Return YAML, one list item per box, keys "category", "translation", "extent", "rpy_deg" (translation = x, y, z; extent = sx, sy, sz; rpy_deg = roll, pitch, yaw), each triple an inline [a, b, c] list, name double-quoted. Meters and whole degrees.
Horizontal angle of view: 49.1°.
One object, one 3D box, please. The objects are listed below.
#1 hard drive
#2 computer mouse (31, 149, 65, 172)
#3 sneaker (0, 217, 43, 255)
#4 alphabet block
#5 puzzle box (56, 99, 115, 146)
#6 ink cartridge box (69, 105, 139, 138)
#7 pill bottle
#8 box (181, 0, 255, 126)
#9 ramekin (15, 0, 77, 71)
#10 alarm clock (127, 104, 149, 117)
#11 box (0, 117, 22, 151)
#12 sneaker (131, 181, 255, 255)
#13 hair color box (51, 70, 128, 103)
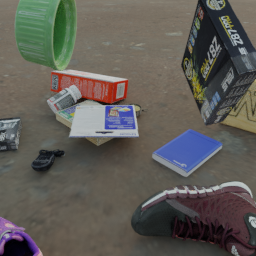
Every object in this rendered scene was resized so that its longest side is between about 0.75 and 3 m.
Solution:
- category: "hard drive"
  translation: [1.767, 0.663, 8.235]
  extent: [1.200, 0.231, 1.818]
  rpy_deg: [28, 41, 37]
- category: "computer mouse"
  translation: [-2.278, 0.941, 7.788]
  extent: [0.775, 0.295, 1.119]
  rpy_deg: [2, 20, 7]
- category: "sneaker"
  translation: [-2.194, 2.148, 5.067]
  extent: [2.365, 1.046, 0.951]
  rpy_deg: [24, 40, 36]
- category: "alphabet block"
  translation: [4.365, -0.999, 9.458]
  extent: [1.830, 1.797, 1.787]
  rpy_deg: [20, 35, 29]
- category: "puzzle box"
  translation: [-1.188, -0.280, 9.698]
  extent: [1.588, 0.303, 2.387]
  rpy_deg: [-27, 41, -36]
- category: "ink cartridge box"
  translation: [-0.723, -0.101, 8.708]
  extent: [1.984, 0.472, 2.007]
  rpy_deg: [0, 33, -3]
- category: "pill bottle"
  translation: [-2.321, -1.049, 10.307]
  extent: [1.143, 0.651, 0.651]
  rpy_deg: [-37, 44, -17]
- category: "box"
  translation: [1.719, -1.243, 5.624]
  extent: [0.526, 2.142, 1.726]
  rpy_deg: [-16, 69, -6]
- category: "ramekin"
  translation: [-2.332, -2.868, 8.140]
  extent: [1.101, 2.254, 2.254]
  rpy_deg: [11, 32, 2]
- category: "alarm clock"
  translation: [0.265, -0.623, 10.242]
  extent: [0.982, 0.327, 0.662]
  rpy_deg: [-2, 31, 1]
- category: "box"
  translation: [-4.048, 0.200, 8.846]
  extent: [1.180, 0.372, 1.496]
  rpy_deg: [-6, 32, -10]
- category: "sneaker"
  translation: [1.575, 1.945, 5.420]
  extent: [2.805, 1.061, 1.620]
  rpy_deg: [-9, 35, -15]
- category: "hair color box"
  translation: [-1.547, -1.720, 11.243]
  extent: [2.776, 0.850, 1.409]
  rpy_deg: [14, 18, 21]
